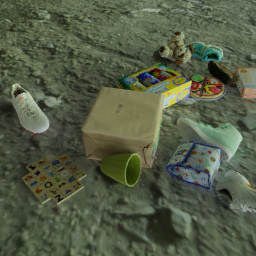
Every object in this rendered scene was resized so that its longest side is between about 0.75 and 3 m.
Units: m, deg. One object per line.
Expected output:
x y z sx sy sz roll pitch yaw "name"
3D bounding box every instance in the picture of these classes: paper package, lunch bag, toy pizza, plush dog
-0.117 -0.142 10.734 2.717 1.475 2.850 8 41 9 "paper package"
2.251 1.172 9.677 1.576 0.976 1.340 13 43 30 "lunch bag"
3.726 -2.090 13.766 2.142 0.339 2.142 0 42 0 "toy pizza"
2.809 -4.242 15.747 1.532 1.431 1.783 42 84 20 "plush dog"

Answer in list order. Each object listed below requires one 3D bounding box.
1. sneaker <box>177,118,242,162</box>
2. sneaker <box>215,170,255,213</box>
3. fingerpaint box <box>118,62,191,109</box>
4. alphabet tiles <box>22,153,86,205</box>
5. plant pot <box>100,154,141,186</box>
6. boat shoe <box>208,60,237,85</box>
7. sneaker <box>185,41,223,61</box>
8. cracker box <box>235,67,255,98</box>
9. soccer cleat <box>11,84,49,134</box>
3.154 0.155 10.835 2.428 0.893 1.432 36 56 24 "sneaker"
3.714 2.317 8.586 1.052 0.866 2.287 -33 43 -22 "sneaker"
1.209 -1.894 13.076 2.647 0.971 2.209 -25 48 -26 "fingerpaint box"
-2.562 1.691 9.741 1.749 0.067 2.102 -32 51 -30 "alphabet tiles"
-0.311 1.329 9.534 1.167 1.092 1.092 7 40 30 "plant pot"
4.866 -2.858 14.449 0.688 0.705 1.864 -13 50 -23 "boat shoe"
4.248 -4.308 15.931 2.237 0.867 0.891 9 51 9 "sneaker"
6.138 -2.253 13.761 1.356 0.584 2.025 2 41 5 "cracker box"
-4.251 -0.826 11.765 1.003 1.122 2.894 -27 49 -26 "soccer cleat"
